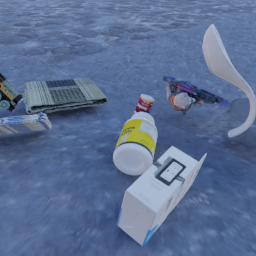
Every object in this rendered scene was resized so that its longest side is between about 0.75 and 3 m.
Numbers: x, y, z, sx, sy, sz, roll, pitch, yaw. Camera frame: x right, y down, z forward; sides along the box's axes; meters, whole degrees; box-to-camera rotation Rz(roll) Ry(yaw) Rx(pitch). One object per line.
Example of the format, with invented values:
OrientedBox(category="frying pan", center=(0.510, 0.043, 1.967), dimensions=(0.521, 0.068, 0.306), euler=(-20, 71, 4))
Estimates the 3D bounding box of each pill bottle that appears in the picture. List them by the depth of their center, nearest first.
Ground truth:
OrientedBox(category="pill bottle", center=(0.241, 0.308, 6.937), dimensions=(0.924, 0.924, 1.650), euler=(6, 35, 9))
OrientedBox(category="pill bottle", center=(0.464, -0.588, 8.463), dimensions=(0.439, 0.777, 0.439), euler=(18, 21, -7))

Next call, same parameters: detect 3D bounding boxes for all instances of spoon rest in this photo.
OrientedBox(category="spoon rest", center=(2.656, -1.279, 7.243), dimensions=(0.889, 2.934, 1.458), euler=(-16, 0, 25))

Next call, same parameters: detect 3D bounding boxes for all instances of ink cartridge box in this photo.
OrientedBox(category="ink cartridge box", center=(0.709, 1.178, 5.535), dimensions=(0.670, 1.145, 1.975), euler=(33, 44, 23))

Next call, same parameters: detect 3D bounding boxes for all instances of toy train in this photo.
OrientedBox(category="toy train", center=(-3.932, -1.140, 8.761), dimensions=(0.753, 1.321, 0.563), euler=(-43, 17, -7))

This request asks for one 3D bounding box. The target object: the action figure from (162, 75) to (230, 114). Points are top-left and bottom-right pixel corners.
OrientedBox(category="action figure", center=(1.841, -0.746, 8.120), dimensions=(1.965, 1.028, 1.901), euler=(27, 14, 17))

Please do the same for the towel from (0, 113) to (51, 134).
OrientedBox(category="towel", center=(-3.103, -0.071, 7.411), dimensions=(2.035, 0.242, 1.495), euler=(-6, -8, -9))

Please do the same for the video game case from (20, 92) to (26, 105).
OrientedBox(category="video game case", center=(-3.543, -1.107, 10.104), dimensions=(0.640, 0.080, 0.894), euler=(-21, 38, -29))

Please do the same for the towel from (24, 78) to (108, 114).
OrientedBox(category="towel", center=(-2.248, -1.144, 9.724), dimensions=(2.548, 0.457, 2.646), euler=(-8, 27, -19))
